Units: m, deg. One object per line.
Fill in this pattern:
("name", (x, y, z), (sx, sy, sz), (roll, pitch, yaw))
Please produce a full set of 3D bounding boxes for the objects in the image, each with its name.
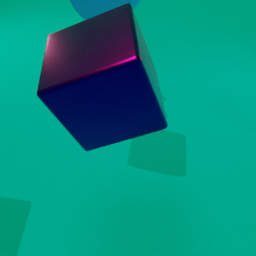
("cylinder", (-0.370, -2.688, 5.303), (1.209, 1.209, 1.209), (9, 31, 10))
("cube", (-0.198, -0.435, 2.585), (0.846, 0.846, 0.846), (-16, 49, 13))
